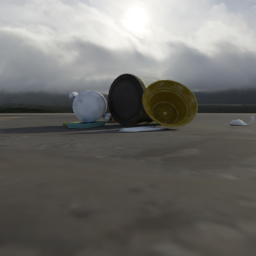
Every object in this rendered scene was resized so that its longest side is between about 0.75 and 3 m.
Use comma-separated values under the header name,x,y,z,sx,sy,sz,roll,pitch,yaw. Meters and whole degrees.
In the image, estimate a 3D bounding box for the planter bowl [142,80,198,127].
name,x,y,z,sx,sy,sz,roll,pitch,yaw
planter bowl,1.442,-0.714,10.219,2.006,2.006,0.835,-1,-29,-8

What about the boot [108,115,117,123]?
name,x,y,z,sx,sy,sz,roll,pitch,yaw
boot,-0.576,-0.517,14.807,1.269,0.446,0.928,3,3,33

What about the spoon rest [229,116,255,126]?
name,x,y,z,sx,sy,sz,roll,pitch,yaw
spoon rest,4.828,-0.226,11.888,0.557,0.340,1.121,-1,-10,-31

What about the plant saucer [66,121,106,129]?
name,x,y,z,sx,sy,sz,roll,pitch,yaw
plant saucer,-1.554,-0.129,10.814,0.741,0.201,2.121,1,3,17

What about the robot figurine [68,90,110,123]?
name,x,y,z,sx,sy,sz,roll,pitch,yaw
robot figurine,-1.555,-0.907,11.616,1.928,1.284,2.274,29,5,-3

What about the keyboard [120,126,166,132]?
name,x,y,z,sx,sy,sz,roll,pitch,yaw
keyboard,0.524,0.045,9.134,0.524,0.099,1.861,10,10,40

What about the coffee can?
name,x,y,z,sx,sy,sz,roll,pitch,yaw
coffee can,0.864,-1.217,12.379,2.109,2.109,2.882,4,5,44

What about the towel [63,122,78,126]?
name,x,y,z,sx,sy,sz,roll,pitch,yaw
towel,-2.193,-0.161,11.968,0.607,0.127,1.409,6,4,15
